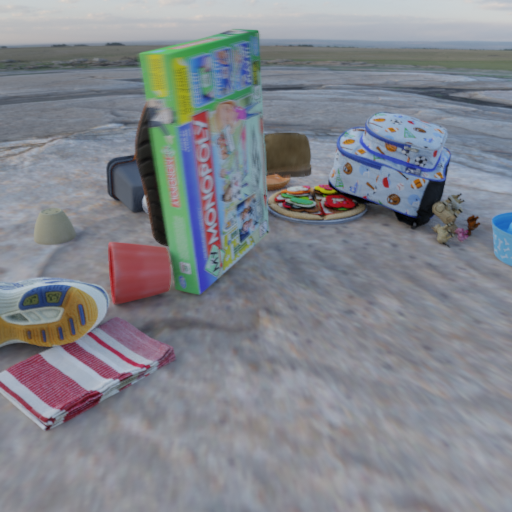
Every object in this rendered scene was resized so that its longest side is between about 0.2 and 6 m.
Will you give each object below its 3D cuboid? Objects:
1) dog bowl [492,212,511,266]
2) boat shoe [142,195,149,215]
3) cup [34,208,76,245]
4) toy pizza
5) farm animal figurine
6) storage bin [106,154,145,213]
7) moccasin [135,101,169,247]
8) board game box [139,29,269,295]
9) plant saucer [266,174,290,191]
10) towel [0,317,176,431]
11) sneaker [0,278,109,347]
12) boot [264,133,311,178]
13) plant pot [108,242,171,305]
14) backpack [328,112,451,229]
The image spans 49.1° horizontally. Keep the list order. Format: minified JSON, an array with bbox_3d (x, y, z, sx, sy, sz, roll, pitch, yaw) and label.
[{"bbox_3d":[5.967,-0.292,10.847,2.863,0.710,1.596,-4,24,-7],"label":"dog bowl"},{"bbox_3d":[-1.460,-1.651,13.150,2.426,0.896,1.034,-15,-17,-26],"label":"boat shoe"},{"bbox_3d":[-4.275,-0.661,11.799,0.848,0.606,0.848,0,25,0],"label":"cup"},{"bbox_3d":[1.458,-1.351,13.595,2.470,0.391,2.470,0,25,0],"label":"toy pizza"},{"bbox_3d":[4.096,-0.720,11.905,1.129,0.589,1.117,-15,70,-31],"label":"farm animal figurine"},{"bbox_3d":[-2.590,-1.836,13.809,1.834,1.335,1.232,-14,38,-29],"label":"storage bin"},{"bbox_3d":[-1.484,-1.628,10.242,1.109,3.031,1.170,1,38,8],"label":"moccasin"},{"bbox_3d":[-0.687,-1.646,9.609,0.566,3.889,2.617,11,32,26],"label":"board game box"},{"bbox_3d":[0.267,-2.059,15.380,1.350,0.253,1.350,-1,24,0],"label":"plant saucer"},{"bbox_3d":[-2.283,1.461,7.505,1.446,0.228,2.008,19,30,37],"label":"towel"},{"bbox_3d":[-3.597,0.842,8.258,2.875,1.082,1.267,2,5,4],"label":"sneaker"},{"bbox_3d":[-0.018,-2.170,12.134,2.550,0.962,0.939,-8,24,-18],"label":"boot"},{"bbox_3d":[-1.931,0.253,9.278,0.932,1.053,1.053,-5,24,-19],"label":"plant pot"},{"bbox_3d":[3.116,-2.146,13.121,2.654,2.146,2.786,13,27,18],"label":"backpack"}]
